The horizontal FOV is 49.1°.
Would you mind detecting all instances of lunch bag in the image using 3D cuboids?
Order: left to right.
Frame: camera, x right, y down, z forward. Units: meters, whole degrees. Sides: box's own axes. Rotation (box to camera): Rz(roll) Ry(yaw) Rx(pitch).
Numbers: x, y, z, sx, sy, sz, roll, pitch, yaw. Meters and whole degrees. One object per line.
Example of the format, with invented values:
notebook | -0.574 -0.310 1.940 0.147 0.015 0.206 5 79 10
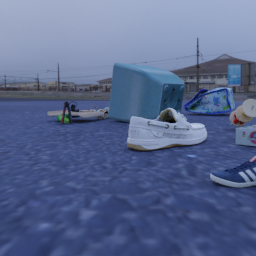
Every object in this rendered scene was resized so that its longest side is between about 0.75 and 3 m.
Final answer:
lunch bag | 4.652 -1.461 15.981 2.488 1.585 2.115 -13 0 29

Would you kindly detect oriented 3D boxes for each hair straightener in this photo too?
hair straightener | -1.690 -0.488 8.328 0.486 0.258 1.262 4 27 -11

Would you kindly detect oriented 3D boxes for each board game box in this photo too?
board game box | 3.251 0.178 6.488 1.296 0.417 0.956 -7 9 -42

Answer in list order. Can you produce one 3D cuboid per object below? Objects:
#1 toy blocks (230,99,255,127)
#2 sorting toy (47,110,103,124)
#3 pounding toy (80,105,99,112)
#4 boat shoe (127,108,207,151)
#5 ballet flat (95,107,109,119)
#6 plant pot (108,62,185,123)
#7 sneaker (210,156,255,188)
toy blocks | 3.942 -0.527 8.856 1.329 0.579 1.595 -23 -13 -5
sorting toy | -2.442 -0.493 11.843 1.833 0.365 2.480 5 9 25
pounding toy | -1.943 -0.906 14.532 1.111 0.637 0.635 -3 12 -25
boat shoe | 1.017 -0.036 6.420 2.415 0.837 0.855 -6 9 -42
ballet flat | -1.128 -0.649 13.456 0.499 0.590 1.561 32 19 10
plant pot | 0.947 -1.323 11.671 2.385 2.392 2.436 -6 19 -43
sneaker | 1.555 0.523 3.582 0.974 0.412 0.365 0 7 5
